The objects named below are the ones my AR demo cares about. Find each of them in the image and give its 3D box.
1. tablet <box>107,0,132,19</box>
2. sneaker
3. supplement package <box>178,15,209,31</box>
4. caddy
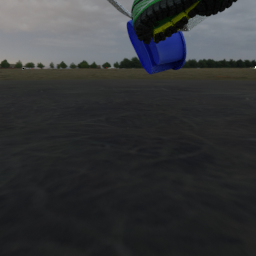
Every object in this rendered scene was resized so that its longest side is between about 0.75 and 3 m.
[{"bbox_3d":[-0.353,-3.898,8.918,1.035,0.109,1.591,32,15,-34],"label":"tablet"},{"bbox_3d":[1.304,-3.024,6.005,2.849,1.214,1.112,-23,-31,11],"label":"sneaker"},{"bbox_3d":[1.673,-3.332,7.544,1.223,0.952,0.678,-39,33,-18],"label":"supplement package"},{"bbox_3d":[1.169,-3.462,10.604,1.504,2.865,2.025,-24,-4,-17],"label":"caddy"}]
